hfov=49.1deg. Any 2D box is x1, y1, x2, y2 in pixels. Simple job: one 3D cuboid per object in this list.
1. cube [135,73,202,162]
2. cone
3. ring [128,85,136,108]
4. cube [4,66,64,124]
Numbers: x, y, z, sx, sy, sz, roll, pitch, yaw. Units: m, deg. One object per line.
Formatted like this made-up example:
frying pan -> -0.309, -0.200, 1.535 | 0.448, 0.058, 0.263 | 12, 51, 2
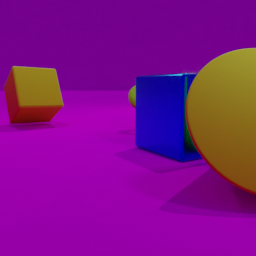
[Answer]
cube -> 0.977, -0.251, 4.743 | 1.265, 1.265, 1.265 | -5, 10, -31
cone -> 1.335, 0.170, 3.361 | 1.556, 1.556, 1.562 | 0, -22, 1
ring -> 0.639, -0.744, 6.985 | 1.271, 0.254, 1.271 | 4, 40, -4
cube -> -2.675, -0.893, 7.877 | 1.188, 1.188, 1.188 | -5, -18, -36
